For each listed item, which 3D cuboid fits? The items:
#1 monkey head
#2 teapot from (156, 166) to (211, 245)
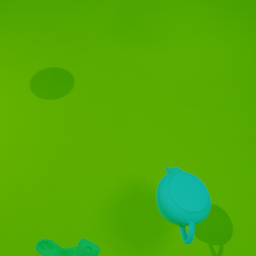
[{"bbox_3d":[-0.749,1.959,4.063,1.273,0.767,0.916,31,88,-4],"label":"monkey head"},{"bbox_3d":[1.003,1.358,5.445,1.060,0.835,1.705,6,50,-16],"label":"teapot"}]
